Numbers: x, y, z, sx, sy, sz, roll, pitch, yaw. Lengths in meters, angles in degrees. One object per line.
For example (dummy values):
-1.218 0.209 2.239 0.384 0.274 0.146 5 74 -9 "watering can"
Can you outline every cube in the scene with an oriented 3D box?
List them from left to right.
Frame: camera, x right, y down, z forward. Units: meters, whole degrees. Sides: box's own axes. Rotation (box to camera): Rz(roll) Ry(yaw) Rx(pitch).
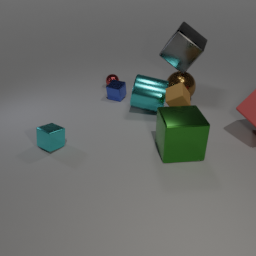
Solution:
-2.682 0.309 9.744 0.700 0.700 0.700 20 26 30 "cube"
-0.542 -1.775 13.268 0.700 0.700 0.700 14 45 21 "cube"
1.869 -1.142 10.484 0.700 0.700 0.700 -20 46 29 "cube"
1.753 0.178 9.371 1.400 1.400 1.400 -3 30 -5 "cube"
2.457 -3.553 12.392 1.400 1.400 1.400 37 41 -5 "cube"
4.971 -0.549 9.784 1.400 1.400 1.400 23 26 -47 "cube"

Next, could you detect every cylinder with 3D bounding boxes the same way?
0.912 -1.473 11.984 1.400 1.400 1.400 14 32 3 "cylinder"

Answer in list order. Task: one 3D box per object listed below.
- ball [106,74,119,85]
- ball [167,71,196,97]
-0.807 -2.451 14.558 0.700 0.700 0.700 0 30 0 "ball"
2.437 -1.941 13.011 1.400 1.400 1.400 0 30 0 "ball"
